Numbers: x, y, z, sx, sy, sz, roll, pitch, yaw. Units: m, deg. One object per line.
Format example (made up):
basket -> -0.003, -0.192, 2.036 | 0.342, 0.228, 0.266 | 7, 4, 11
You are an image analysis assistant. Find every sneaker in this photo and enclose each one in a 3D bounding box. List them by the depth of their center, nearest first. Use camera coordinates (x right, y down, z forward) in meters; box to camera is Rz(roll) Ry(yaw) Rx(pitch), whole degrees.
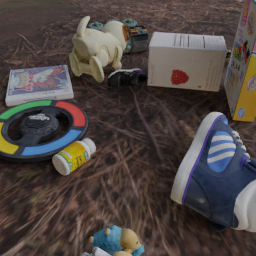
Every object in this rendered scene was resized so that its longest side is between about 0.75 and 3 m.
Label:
sneaker -> 2.170, 0.783, 5.405 | 1.955, 1.076, 2.670 | 17, 41, 24
sneaker -> 0.018, -1.531, 8.698 | 1.334, 0.505, 0.584 | -20, 38, -26

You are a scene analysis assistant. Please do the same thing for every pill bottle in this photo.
pill bottle -> -1.156, 0.600, 6.165 | 0.509, 0.509, 0.902 | 25, 42, 30

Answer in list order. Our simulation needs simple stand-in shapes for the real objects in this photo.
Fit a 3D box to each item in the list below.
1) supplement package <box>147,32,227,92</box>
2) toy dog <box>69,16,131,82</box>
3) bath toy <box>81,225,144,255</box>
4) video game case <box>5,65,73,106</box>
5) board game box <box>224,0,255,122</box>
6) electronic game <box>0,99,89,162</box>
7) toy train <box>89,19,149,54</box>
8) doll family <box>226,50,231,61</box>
supplement package -> 1.878, -2.202, 9.229 | 2.327, 1.411, 1.393 | 6, 37, 9
toy dog -> -0.911, -2.940, 9.768 | 1.537, 2.136, 2.203 | 12, 41, 40
bath toy -> -0.390, 2.331, 3.646 | 0.913, 0.776, 2.100 | -33, 16, 35
video game case -> -2.904, -1.476, 9.235 | 1.979, 0.250, 2.172 | -9, 37, -12
board game box -> 3.334, -1.953, 7.652 | 0.579, 2.872, 2.198 | 7, 37, 7
electronic game -> -2.227, -0.029, 7.019 | 2.469, 0.514, 2.469 | 0, 36, 0
toy train -> -0.455, -3.703, 11.625 | 2.779, 1.184, 1.584 | -13, 47, -17
doll family -> 3.830, -2.705, 10.738 | 0.906, 0.523, 0.355 | 21, 74, 8
